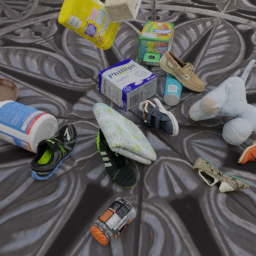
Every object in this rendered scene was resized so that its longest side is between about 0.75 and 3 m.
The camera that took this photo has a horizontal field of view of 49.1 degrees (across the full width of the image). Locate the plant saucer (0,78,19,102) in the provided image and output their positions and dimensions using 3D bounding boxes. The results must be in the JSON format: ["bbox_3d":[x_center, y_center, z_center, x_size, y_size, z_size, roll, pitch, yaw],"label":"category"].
[{"bbox_3d":[-6.149,-1.397,12.734,2.334,0.402,2.334,3,50,-4],"label":"plant saucer"}]

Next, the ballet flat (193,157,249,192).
[{"bbox_3d":[3.138,1.762,9.739,1.971,0.669,0.742,31,76,33],"label":"ballet flat"}]

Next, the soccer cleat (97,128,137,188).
[{"bbox_3d":[-0.505,1.012,10.069,0.872,1.047,2.583,-21,50,-19],"label":"soccer cleat"}]

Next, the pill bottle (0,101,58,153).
[{"bbox_3d":[-4.281,-0.176,10.859,2.772,1.556,1.556,20,49,17],"label":"pill bottle"}]

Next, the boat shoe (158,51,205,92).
[{"bbox_3d":[2.662,-2.623,13.119,2.564,0.827,0.914,31,38,-9],"label":"boat shoe"}]

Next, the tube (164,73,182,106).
[{"bbox_3d":[2.216,-2.140,13.391,1.041,0.677,2.687,29,44,-10],"label":"tube"}]

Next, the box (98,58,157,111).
[{"bbox_3d":[-0.033,-2.065,12.993,1.899,1.083,2.065,-32,53,-28],"label":"box"}]

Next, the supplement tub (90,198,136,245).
[{"bbox_3d":[-0.456,2.828,8.500,0.809,0.809,1.321,33,55,28],"label":"supplement tub"}]

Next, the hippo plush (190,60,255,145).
[{"bbox_3d":[4.203,-0.621,11.328,2.971,2.367,2.389,-37,87,-12],"label":"hippo plush"}]

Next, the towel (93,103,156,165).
[{"bbox_3d":[-0.106,0.231,10.168,0.581,2.412,2.065,-45,49,16],"label":"towel"}]

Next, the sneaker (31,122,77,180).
[{"bbox_3d":[-2.671,0.710,10.341,0.917,1.072,2.588,18,49,14],"label":"sneaker"}]

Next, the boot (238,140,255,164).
[{"bbox_3d":[4.708,1.028,10.462,1.375,0.516,0.737,-30,58,-27],"label":"boot"}]

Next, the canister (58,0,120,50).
[{"bbox_3d":[-1.534,-4.480,11.481,0.980,2.264,1.682,21,91,46],"label":"canister"}]

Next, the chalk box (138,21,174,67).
[{"bbox_3d":[1.438,-4.322,14.821,1.574,1.566,2.530,10,47,10],"label":"chalk box"}]

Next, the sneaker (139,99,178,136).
[{"bbox_3d":[1.192,-0.388,11.529,0.925,0.914,2.330,-11,36,-17],"label":"sneaker"}]

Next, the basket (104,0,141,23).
[{"bbox_3d":[-0.197,-4.881,11.004,1.097,0.882,1.087,5,67,27],"label":"basket"}]
